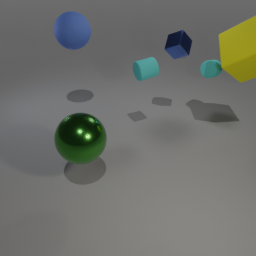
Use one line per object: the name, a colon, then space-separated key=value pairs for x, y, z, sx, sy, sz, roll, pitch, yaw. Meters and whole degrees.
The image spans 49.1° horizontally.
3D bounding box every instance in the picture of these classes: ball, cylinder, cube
ball: x=-1.276 y=0.281 z=7.587 sx=1.400 sy=1.400 sz=1.400 roll=0 pitch=31 yaw=0
cylinder: x=3.387 y=-2.402 z=11.375 sx=0.700 sy=0.700 sz=0.700 roll=21 pitch=24 yaw=30
cube: x=1.917 y=-3.151 z=10.631 sx=0.700 sy=0.700 sz=0.700 roll=-3 pitch=64 yaw=44
cylinder: x=0.624 y=-2.074 z=9.871 sx=0.700 sy=0.700 sz=0.700 roll=-19 pitch=36 yaw=-18
cube: x=4.124 y=-2.632 z=9.597 sx=1.400 sy=1.400 sz=1.400 roll=21 pitch=-27 yaw=-38
ball: x=-2.134 y=-3.744 z=10.797 sx=1.400 sy=1.400 sz=1.400 roll=0 pitch=31 yaw=0
